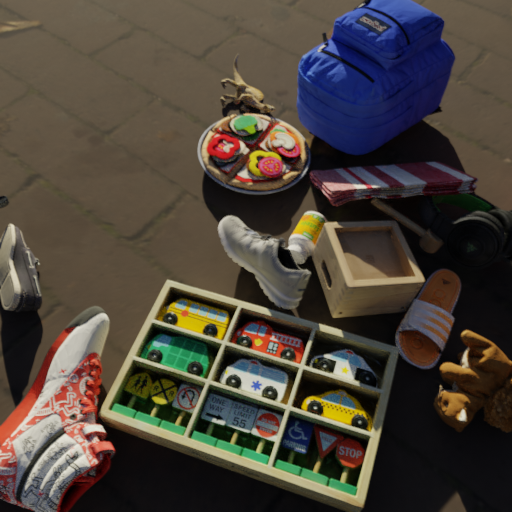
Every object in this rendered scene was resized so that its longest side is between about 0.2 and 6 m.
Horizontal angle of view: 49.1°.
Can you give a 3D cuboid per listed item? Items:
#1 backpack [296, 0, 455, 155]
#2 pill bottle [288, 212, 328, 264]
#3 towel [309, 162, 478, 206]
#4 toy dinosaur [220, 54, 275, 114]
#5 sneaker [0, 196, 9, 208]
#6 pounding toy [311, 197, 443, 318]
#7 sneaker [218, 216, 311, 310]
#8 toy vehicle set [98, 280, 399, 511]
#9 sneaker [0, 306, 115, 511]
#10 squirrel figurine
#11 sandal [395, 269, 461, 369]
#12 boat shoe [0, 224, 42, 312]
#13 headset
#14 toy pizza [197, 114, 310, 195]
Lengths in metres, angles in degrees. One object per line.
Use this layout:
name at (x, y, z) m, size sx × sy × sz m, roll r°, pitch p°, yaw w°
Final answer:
backpack at (2.095, -3.518, 10.812) m, size 2.772 × 2.327 × 2.253 m, roll -38°, pitch 57°, yaw -20°
pill bottle at (0.865, -0.303, 9.711) m, size 0.490 × 0.490 × 0.883 m, roll 24°, pitch 59°, yaw 15°
towel at (2.360, -1.341, 10.029) m, size 2.543 × 0.289 × 1.832 m, roll -5°, pitch 21°, yaw -4°
toy dinosaur at (-0.315, -3.521, 11.976) m, size 0.928 × 0.534 × 1.836 m, roll -17°, pitch 61°, yaw -30°
sneaker at (-5.555, -1.271, 9.994) m, size 2.360 × 1.311 × 3.374 m, roll 4°, pitch 66°, yaw 1°
pounding toy at (2.067, -0.005, 9.307) m, size 2.094 × 0.958 × 1.840 m, roll -3°, pitch 52°, yaw -16°
sneaker at (0.184, -0.066, 9.232) m, size 1.988 × 0.815 × 0.743 m, roll 46°, pitch 28°, yaw 23°
toy vehicle set at (-0.035, 1.922, 8.217) m, size 3.782 × 0.501 × 2.350 m, roll 15°, pitch 58°, yaw 10°
sneaker at (-2.452, 2.157, 7.821) m, size 1.497 × 0.933 × 2.793 m, roll 23°, pitch 63°, yaw 13°
squirrel figurine at (3.216, 1.972, 7.978) m, size 1.314 × 0.930 × 1.227 m, roll 27°, pitch 67°, yaw 20°
sandal at (2.793, 0.851, 8.899) m, size 0.744 × 0.557 × 1.943 m, roll 23°, pitch 59°, yaw 15°
boat shoe at (-3.984, 0.217, 9.463) m, size 0.563 × 0.652 × 1.794 m, roll 17°, pitch 37°, yaw -42°
headset at (3.795, -0.145, 9.309) m, size 1.654 × 1.259 × 2.679 m, roll -9°, pitch 44°, yaw -35°
toy pizza at (-0.027, -2.090, 10.900) m, size 2.216 × 0.351 × 2.216 m, roll 2°, pitch 54°, yaw -3°
